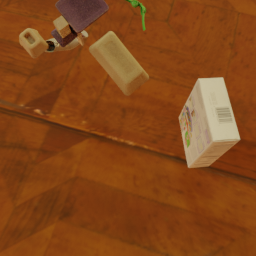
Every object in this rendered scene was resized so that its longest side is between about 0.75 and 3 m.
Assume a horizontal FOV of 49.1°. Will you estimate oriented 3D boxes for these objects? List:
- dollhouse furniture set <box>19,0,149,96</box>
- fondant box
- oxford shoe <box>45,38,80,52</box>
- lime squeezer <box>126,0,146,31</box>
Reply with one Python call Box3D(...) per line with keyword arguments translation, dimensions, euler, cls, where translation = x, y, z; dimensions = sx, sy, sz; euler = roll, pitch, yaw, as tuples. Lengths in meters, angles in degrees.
Box3D(translation=(-0.841, -1.451, 6.168), dimensions=(1.784, 1.598, 2.251), euler=(-40, 94, -4), cls="dollhouse furniture set")
Box3D(translation=(1.723, -0.029, 6.350), dimensions=(0.569, 1.954, 1.410), euler=(-4, 68, -6), cls="fondant box")
Box3D(translation=(-1.987, -2.552, 8.424), dimensions=(1.268, 0.366, 0.477), euler=(-15, 106, -3), cls="oxford shoe")
Box3D(translation=(0.187, -3.045, 7.169), dimensions=(0.424, 0.226, 1.201), euler=(-39, 86, 3), cls="lime squeezer")
